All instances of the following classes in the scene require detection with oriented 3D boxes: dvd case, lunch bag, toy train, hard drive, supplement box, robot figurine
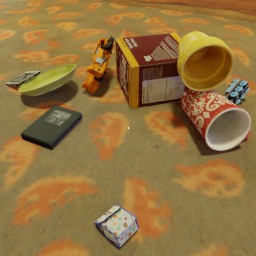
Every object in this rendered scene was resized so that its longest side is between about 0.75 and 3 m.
[{"bbox_3d":[-4.815,-2.278,12.893,0.986,0.162,1.312,6,36,35],"label":"dvd case"},{"bbox_3d":[-0.317,2.426,7.159,0.774,0.564,0.911,-32,36,-33],"label":"lunch bag"},{"bbox_3d":[4.447,-1.494,11.626,1.323,0.574,0.756,-46,34,-19],"label":"toy train"},{"bbox_3d":[-2.774,-0.085,10.332,1.354,0.319,1.940,17,43,19],"label":"hard drive"},{"bbox_3d":[1.132,-2.590,12.118,2.845,1.889,2.806,-9,41,-11],"label":"supplement box"},{"bbox_3d":[-1.277,-2.969,12.565,0.801,1.994,2.751,20,50,-11],"label":"robot figurine"}]

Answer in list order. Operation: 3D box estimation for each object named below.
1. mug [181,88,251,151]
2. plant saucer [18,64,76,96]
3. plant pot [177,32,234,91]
[{"bbox_3d":[3.053,-0.375,10.042,1.594,2.120,2.389,-36,35,8],"label":"mug"},{"bbox_3d":[-3.376,-2.015,12.030,2.633,0.409,2.633,-18,27,9],"label":"plant saucer"},{"bbox_3d":[2.479,-2.442,9.675,1.781,1.781,1.676,-4,41,-5],"label":"plant pot"}]
